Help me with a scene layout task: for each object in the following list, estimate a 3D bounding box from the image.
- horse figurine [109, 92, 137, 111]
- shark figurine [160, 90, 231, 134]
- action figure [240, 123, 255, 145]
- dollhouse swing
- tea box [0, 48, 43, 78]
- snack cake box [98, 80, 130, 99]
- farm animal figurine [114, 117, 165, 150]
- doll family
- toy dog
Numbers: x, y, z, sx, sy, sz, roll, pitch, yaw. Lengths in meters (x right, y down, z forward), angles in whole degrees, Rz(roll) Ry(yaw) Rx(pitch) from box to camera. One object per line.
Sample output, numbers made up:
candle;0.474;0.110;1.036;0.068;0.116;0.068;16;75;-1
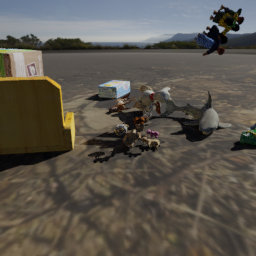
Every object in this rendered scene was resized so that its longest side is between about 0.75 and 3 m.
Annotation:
horse figurine;-0.200;-1.070;12.143;1.061;0.400;1.601;-14;24;13
shark figurine;2.542;-0.776;10.193;1.828;1.277;3.059;-7;22;-22
action figure;4.208;0.123;8.592;2.161;0.591;1.276;-15;27;-28
dollhouse swing;-2.833;-0.500;7.897;2.451;2.154;2.227;-3;19;-7
tea box;-4.739;-1.747;10.941;2.482;2.523;1.686;8;20;23
snack cake box;-0.704;-2.081;14.920;1.058;0.618;1.840;6;20;21
farm animal figurine;0.321;0.195;8.065;1.124;1.137;0.593;-27;18;11
doll family;3.465;-3.591;10.440;1.241;2.146;0.842;40;18;19
toy dog;1.120;-1.081;11.255;1.048;1.436;2.177;21;17;-25
